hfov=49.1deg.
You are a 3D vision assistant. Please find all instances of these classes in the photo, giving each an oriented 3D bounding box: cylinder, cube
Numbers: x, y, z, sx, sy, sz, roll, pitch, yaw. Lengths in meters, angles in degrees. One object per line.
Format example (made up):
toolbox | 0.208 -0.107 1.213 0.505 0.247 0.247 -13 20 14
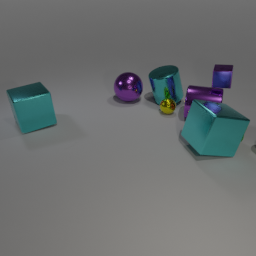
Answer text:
cylinder | 1.774 -1.987 13.013 1.400 1.400 1.400 -14 32 9
cylinder | 3.105 -0.997 11.523 1.400 1.400 1.400 9 30 16
cube | 2.876 -0.005 9.419 1.400 1.400 1.400 5 25 -22
cube | -3.828 -0.839 11.149 1.400 1.400 1.400 -20 34 -24
cube | 3.638 -1.990 10.777 0.700 0.700 0.700 7 34 19

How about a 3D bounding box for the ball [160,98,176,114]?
ball | 1.733 -0.958 12.175 0.700 0.700 0.700 0 29 0

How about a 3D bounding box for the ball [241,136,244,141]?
ball | 3.772 0.248 10.010 0.700 0.700 0.700 0 29 0

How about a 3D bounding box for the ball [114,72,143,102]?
ball | 0.019 -1.934 13.247 1.400 1.400 1.400 0 29 0
